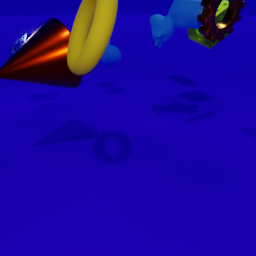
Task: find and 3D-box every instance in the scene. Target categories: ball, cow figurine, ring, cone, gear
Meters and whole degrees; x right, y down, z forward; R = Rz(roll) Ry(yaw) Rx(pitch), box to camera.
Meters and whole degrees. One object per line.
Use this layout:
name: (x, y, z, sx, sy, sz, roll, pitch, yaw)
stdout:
ball: (-0.675, -2.808, 10.951, 0.814, 0.814, 0.814, 0, 24, 0)
cow figurine: (1.450, -2.891, 7.528, 1.671, 1.644, 0.917, 19, 13, 16)
ring: (-0.662, -1.722, 4.897, 0.332, 1.661, 1.661, 14, 17, -27)
cone: (-2.173, -1.387, 6.181, 1.680, 1.673, 1.673, -29, 36, -32)
gear: (2.209, -2.748, 6.580, 1.370, 1.370, 0.253, -17, 42, -33)

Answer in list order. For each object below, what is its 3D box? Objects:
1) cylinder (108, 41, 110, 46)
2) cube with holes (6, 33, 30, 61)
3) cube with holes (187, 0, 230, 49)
cylinder: (-1.206, -3.522, 11.471, 0.714, 0.714, 0.714, -12, 20, -25)
cube with holes: (-3.640, -2.606, 10.006, 0.872, 0.872, 0.872, -25, 49, 21)
cube with holes: (2.645, -3.447, 9.092, 1.039, 1.039, 1.039, -38, 51, -10)
